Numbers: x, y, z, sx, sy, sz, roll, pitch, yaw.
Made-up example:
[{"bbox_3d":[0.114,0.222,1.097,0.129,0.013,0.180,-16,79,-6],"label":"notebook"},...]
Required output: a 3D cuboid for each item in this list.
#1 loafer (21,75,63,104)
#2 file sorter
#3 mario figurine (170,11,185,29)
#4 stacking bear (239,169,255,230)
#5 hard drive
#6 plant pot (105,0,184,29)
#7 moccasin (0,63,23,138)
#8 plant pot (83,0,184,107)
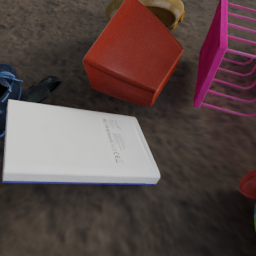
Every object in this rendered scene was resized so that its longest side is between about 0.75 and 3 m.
[{"bbox_3d":[-2.361,-1.005,7.712,0.493,0.476,1.403,15,45,25],"label":"loafer"},{"bbox_3d":[2.906,-1.856,7.458,1.663,1.843,2.652,16,48,3],"label":"file sorter"},{"bbox_3d":[1.069,-4.469,10.813,2.102,1.114,1.297,33,25,14],"label":"mario figurine"},{"bbox_3d":[2.766,1.903,4.529,1.511,1.415,2.488,8,53,7],"label":"stacking bear"},{"bbox_3d":[-0.943,0.307,5.776,2.921,0.371,1.927,7,40,-26],"label":"hard drive"},{"bbox_3d":[0.534,-3.616,9.151,2.553,2.553,0.351,-1,85,-1],"label":"plant pot"},{"bbox_3d":[-3.385,-0.962,7.357,1.110,0.941,2.760,-10,48,-9],"label":"moccasin"},{"bbox_3d":[0.239,-1.621,7.018,1.722,1.954,1.952,33,81,5],"label":"plant pot"}]
